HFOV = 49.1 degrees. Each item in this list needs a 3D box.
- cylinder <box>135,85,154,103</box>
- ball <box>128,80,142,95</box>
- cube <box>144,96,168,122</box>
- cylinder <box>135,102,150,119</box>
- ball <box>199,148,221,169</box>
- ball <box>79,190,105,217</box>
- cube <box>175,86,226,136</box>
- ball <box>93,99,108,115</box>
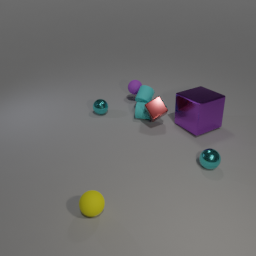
[{"bbox_3d":[0.769,-1.473,12.778,0.700,0.700,0.700,15,70,23],"label":"cylinder"},{"bbox_3d":[0.344,-1.957,13.440,0.700,0.700,0.700,0,32,0],"label":"ball"},{"bbox_3d":[1.133,-0.758,11.431,0.700,0.700,0.700,-30,81,-3],"label":"cube"},{"bbox_3d":[0.709,-0.750,12.200,0.700,0.700,0.700,6,33,10],"label":"cylinder"},{"bbox_3d":[2.752,1.033,9.389,0.700,0.700,0.700,0,32,0],"label":"ball"},{"bbox_3d":[-0.987,2.060,7.661,0.700,0.700,0.700,0,32,0],"label":"ball"},{"bbox_3d":[2.890,-0.733,11.422,1.400,1.400,1.400,-18,32,-26],"label":"cube"},{"bbox_3d":[-1.227,-0.950,12.534,0.700,0.700,0.700,0,32,0],"label":"ball"}]
